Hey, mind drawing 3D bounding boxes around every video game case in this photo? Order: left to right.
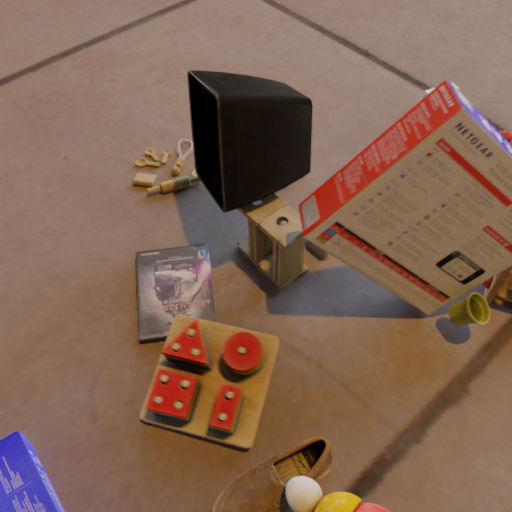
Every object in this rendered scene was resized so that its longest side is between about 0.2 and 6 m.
[{"bbox_3d":[-1.577,0.684,10.941,1.480,0.197,2.072,-7,52,-5],"label":"video game case"}]

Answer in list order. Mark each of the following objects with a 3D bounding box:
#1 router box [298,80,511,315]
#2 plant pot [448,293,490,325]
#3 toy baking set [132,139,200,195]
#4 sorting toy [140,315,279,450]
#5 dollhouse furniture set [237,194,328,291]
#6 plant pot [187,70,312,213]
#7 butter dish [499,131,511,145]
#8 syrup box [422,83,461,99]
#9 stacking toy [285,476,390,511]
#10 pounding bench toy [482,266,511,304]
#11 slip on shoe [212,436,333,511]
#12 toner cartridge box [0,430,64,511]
[{"bbox_3d":[2.975,-0.672,9.243,3.403,3.054,0.831,30,36,-30],"label":"router box"},{"bbox_3d":[3.784,1.008,10.065,0.579,0.533,0.579,13,64,-30],"label":"plant pot"},{"bbox_3d":[-1.910,-2.128,13.033,2.049,0.238,1.572,-13,54,-10],"label":"toy baking set"},{"bbox_3d":[-0.790,1.983,9.387,1.943,0.676,1.932,11,64,12],"label":"sorting toy"},{"bbox_3d":[0.822,-0.716,11.186,2.093,1.475,1.467,-35,60,-22],"label":"dollhouse furniture set"},{"bbox_3d":[-0.073,-2.285,10.546,1.881,2.120,2.115,-10,32,-16],"label":"plant pot"},{"bbox_3d":[5.617,-2.458,12.846,1.270,0.939,1.266,-2,54,-2],"label":"butter dish"},{"bbox_3d":[4.778,-4.131,14.469,0.908,0.370,0.358,-21,53,-15],"label":"syrup box"},{"bbox_3d":[1.286,3.813,7.775,2.074,1.515,1.515,34,60,27],"label":"stacking toy"},{"bbox_3d":[5.318,-0.015,10.806,1.557,1.240,1.996,18,55,14],"label":"pounding bench toy"},{"bbox_3d":[0.269,3.469,8.529,2.154,0.653,0.819,-24,56,-17],"label":"slip on shoe"},{"bbox_3d":[-3.396,4.159,8.008,1.421,0.646,2.992,-30,58,-20],"label":"toner cartridge box"}]
